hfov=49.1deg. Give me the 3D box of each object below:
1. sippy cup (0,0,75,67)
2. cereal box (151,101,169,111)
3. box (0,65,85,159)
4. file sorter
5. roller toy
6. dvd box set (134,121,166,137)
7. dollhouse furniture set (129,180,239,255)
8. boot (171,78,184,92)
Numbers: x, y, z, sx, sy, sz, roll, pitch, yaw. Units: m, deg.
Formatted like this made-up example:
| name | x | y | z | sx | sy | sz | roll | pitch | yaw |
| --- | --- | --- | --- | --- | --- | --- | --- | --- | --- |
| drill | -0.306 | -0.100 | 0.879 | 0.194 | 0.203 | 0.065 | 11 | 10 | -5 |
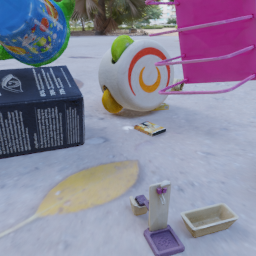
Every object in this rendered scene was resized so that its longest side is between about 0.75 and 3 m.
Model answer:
| name | x | y | z | sx | sy | sz | roll | pitch | yaw |
| --- | --- | --- | --- | --- | --- | --- | --- | --- | --- |
| sippy cup | -2.287 | -2.319 | 6.047 | 1.731 | 2.204 | 1.615 | 22 | 3 | 5 |
| cereal box | 1.090 | -0.925 | 10.844 | 0.713 | 0.196 | 0.990 | -5 | 23 | -11 |
| box | -2.874 | -0.518 | 7.575 | 3.000 | 1.565 | 2.220 | -8 | 35 | -19 |
| file sorter | 1.628 | -2.299 | 6.320 | 2.005 | 2.886 | 1.810 | 5 | 22 | 41 |
| roller toy | 0.246 | -1.850 | 10.062 | 2.416 | 2.648 | 1.850 | -6 | 13 | -34 |
| dvd box set | 0.673 | 0.019 | 8.639 | 0.605 | 0.122 | 0.827 | -18 | 28 | -35 |
| dollhouse furniture set | 0.942 | 1.116 | 4.667 | 1.551 | 1.101 | 1.229 | -7 | 23 | -17 |
| boot | 2.001 | -2.186 | 13.316 | 1.400 | 0.655 | 1.801 | 7 | 25 | 18 |
